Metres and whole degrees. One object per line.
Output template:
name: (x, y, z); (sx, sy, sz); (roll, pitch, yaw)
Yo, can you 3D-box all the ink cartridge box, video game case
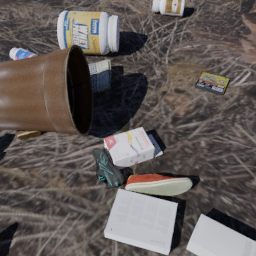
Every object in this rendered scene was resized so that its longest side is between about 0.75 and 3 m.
ink cartridge box: (0.195, 0.612, 9.191); (1.734, 0.585, 1.010); (-17, 51, -15)
video game case: (3.505, -1.875, 11.689); (1.179, 0.150, 1.066); (20, 52, 18)

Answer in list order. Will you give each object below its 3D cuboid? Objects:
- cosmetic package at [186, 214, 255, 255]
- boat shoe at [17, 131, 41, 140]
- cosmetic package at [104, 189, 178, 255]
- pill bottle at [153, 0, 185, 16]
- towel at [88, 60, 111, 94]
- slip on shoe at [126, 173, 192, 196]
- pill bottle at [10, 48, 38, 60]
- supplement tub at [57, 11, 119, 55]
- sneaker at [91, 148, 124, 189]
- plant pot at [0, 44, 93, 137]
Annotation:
cosmetic package: (2.391, 2.986, 7.020); (1.594, 0.676, 0.858); (25, 54, 21)
boat shoe: (-3.455, 0.172, 9.791); (0.816, 0.294, 0.294); (-14, 51, -4)
cosmetic package: (0.378, 2.503, 7.603); (1.734, 0.448, 1.307); (12, 48, 10)
pill bottle: (2.240, -6.733, 15.439); (1.695, 0.969, 0.969); (8, 49, 7)
towel: (-1.585, -2.042, 11.406); (1.853, 0.332, 1.925); (-14, 47, 12)
slip on shoe: (0.905, 1.612, 8.268); (1.960, 0.726, 0.600); (-4, 44, 3)
pill bottle: (-4.602, -3.112, 12.416); (1.261, 0.708, 0.708); (24, 53, 22)
supplement tub: (-1.719, -4.290, 12.689); (2.548, 1.843, 1.843); (2, 48, 3)
sneaker: (-0.771, 1.217, 8.661); (0.619, 0.589, 1.562); (-30, 54, -21)
plant pot: (-2.958, -1.122, 9.346); (2.969, 2.999, 2.999); (-3, 48, 6)
